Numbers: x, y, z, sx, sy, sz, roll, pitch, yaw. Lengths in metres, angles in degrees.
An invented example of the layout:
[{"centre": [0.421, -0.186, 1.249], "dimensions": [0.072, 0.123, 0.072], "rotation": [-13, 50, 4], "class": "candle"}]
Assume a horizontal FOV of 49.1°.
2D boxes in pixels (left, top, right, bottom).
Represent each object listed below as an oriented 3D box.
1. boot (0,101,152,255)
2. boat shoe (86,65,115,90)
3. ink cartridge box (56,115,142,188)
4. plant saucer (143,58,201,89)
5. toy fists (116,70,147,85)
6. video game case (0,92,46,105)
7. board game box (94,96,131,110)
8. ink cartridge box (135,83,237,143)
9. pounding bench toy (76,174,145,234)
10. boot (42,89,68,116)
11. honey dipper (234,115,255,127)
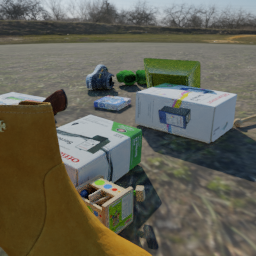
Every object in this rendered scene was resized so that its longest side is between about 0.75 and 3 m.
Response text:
[{"centre": [-0.930, 0.787, 3.372], "dimensions": [3.008, 2.154, 1.059], "rotation": [9, 13, 12], "class": "boot"}, {"centre": [-1.250, -2.738, 15.363], "dimensions": [1.290, 1.005, 2.842], "rotation": [5, 29, 11], "class": "boat shoe"}, {"centre": [-0.989, 0.607, 6.389], "dimensions": [1.713, 0.970, 2.336], "rotation": [17, 27, 28], "class": "ink cartridge box"}, {"centre": [1.682, -1.592, 11.022], "dimensions": [2.220, 2.223, 0.532], "rotation": [9, 47, 23], "class": "plant saucer"}, {"centre": [0.468, -2.877, 15.928], "dimensions": [2.307, 0.793, 1.176], "rotation": [-7, 29, -20], "class": "toy fists"}, {"centre": [-4.737, -0.881, 11.275], "dimensions": [2.840, 0.336, 2.585], "rotation": [12, 24, 27], "class": "video game case"}, {"centre": [-0.651, -1.085, 11.920], "dimensions": [1.175, 0.256, 1.181], "rotation": [11, 24, 24], "class": "board game box"}, {"centre": [1.927, -0.627, 9.398], "dimensions": [2.786, 1.219, 2.024], "rotation": [18, 27, 35], "class": "ink cartridge box"}, {"centre": [-0.335, 1.296, 5.091], "dimensions": [0.884, 0.704, 1.133], "rotation": [16, 26, 37], "class": "pounding bench toy"}, {"centre": [-3.156, -0.658, 9.350], "dimensions": [1.961, 0.671, 1.846], "rotation": [-18, -1, -41], "class": "boot"}, {"centre": [4.669, -0.428, 10.060], "dimensions": [2.466, 0.468, 0.468], "rotation": [-15, 25, -26], "class": "honey dipper"}]
